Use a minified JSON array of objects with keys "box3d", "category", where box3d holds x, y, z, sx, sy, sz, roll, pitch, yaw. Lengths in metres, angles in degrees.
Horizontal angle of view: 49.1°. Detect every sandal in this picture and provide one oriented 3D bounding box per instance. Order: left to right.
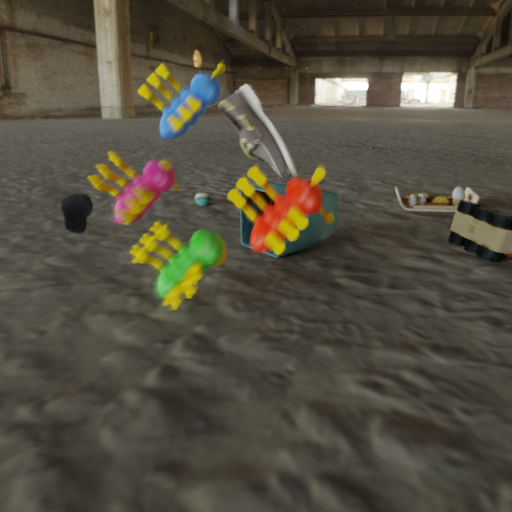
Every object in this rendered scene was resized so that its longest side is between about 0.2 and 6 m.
[{"box3d":[-3.613,-0.923,11.274,0.584,0.351,1.556,15,-25,-16],"category":"sandal"}]

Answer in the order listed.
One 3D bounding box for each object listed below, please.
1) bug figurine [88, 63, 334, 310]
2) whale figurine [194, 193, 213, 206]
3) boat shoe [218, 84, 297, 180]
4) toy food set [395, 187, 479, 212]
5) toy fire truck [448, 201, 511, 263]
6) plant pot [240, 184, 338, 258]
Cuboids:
[{"box3d":[-0.849,-1.060,8.687,3.977,3.084,1.023,52,9,27],"category":"bug figurine"},{"box3d":[-1.417,-1.488,15.115,0.499,0.325,0.627,-1,-7,0],"category":"whale figurine"},{"box3d":[0.012,-2.512,11.772,0.801,0.967,2.693,-28,60,1],"category":"boat shoe"},{"box3d":[4.746,-1.622,14.903,1.995,0.603,1.432,3,18,9],"category":"toy food set"},{"box3d":[5.021,-0.556,10.968,1.847,1.188,1.626,8,15,-14],"category":"toy fire truck"},{"box3d":[0.750,-0.848,11.358,1.761,1.244,1.244,-13,20,-34],"category":"plant pot"}]
